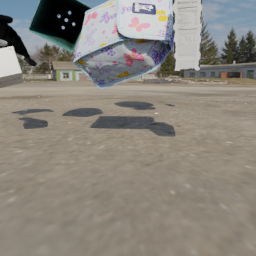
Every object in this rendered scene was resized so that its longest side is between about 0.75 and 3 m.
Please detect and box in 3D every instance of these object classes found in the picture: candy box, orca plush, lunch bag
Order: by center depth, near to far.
[{"bbox_3d":[1.100,-1.952,5.206,0.498,1.393,1.169,0,37,12],"label":"candy box"},{"bbox_3d":[-0.004,-2.193,6.466,2.183,1.851,1.388,-12,-36,26],"label":"lunch bag"},{"bbox_3d":[-4.003,-3.035,8.935,1.062,1.572,2.989,-22,-41,25],"label":"orca plush"}]

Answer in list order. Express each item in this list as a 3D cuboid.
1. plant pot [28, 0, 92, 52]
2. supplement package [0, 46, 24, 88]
[{"bbox_3d":[-1.971,-3.292,8.509,1.340,1.339,1.896,24,15,-16],"label":"plant pot"},{"bbox_3d":[-3.072,-1.491,7.022,0.676,0.684,1.129,-18,2,-18],"label":"supplement package"}]
